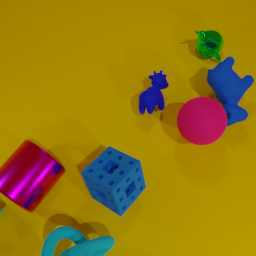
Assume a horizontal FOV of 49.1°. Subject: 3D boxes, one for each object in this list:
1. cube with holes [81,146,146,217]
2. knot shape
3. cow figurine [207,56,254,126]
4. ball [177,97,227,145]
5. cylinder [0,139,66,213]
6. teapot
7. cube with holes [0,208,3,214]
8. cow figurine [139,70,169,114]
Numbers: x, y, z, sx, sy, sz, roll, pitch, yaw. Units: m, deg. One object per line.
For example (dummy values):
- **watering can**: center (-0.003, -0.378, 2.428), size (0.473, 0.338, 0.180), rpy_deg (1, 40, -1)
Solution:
- **cube with holes**: center (-0.327, 1.307, 7.005), size (1.036, 1.036, 1.036), rpy_deg (22, 51, 35)
- **knot shape**: center (-1.173, 3.152, 6.474), size (1.729, 0.799, 1.618), rpy_deg (6, 100, -22)
- **cow figurine**: center (2.820, -0.964, 8.083), size (1.732, 0.951, 1.704), rpy_deg (45, 77, -3)
- **ball**: center (1.957, -0.186, 7.479), size (1.296, 1.296, 1.296), rpy_deg (0, 66, 0)
- **cylinder**: center (-2.541, 1.218, 7.189), size (1.355, 1.355, 1.355), rpy_deg (32, 70, 13)
- **teapot**: center (2.628, -2.727, 9.139), size (1.449, 0.901, 0.710), rpy_deg (42, 43, -25)
- **cube with holes**: center (-3.692, 1.981, 6.687), size (0.760, 0.760, 0.760), rpy_deg (32, 73, 26)
- **cow figurine**: center (0.740, -1.072, 8.224), size (0.658, 1.180, 1.199), rpy_deg (6, 18, 39)
